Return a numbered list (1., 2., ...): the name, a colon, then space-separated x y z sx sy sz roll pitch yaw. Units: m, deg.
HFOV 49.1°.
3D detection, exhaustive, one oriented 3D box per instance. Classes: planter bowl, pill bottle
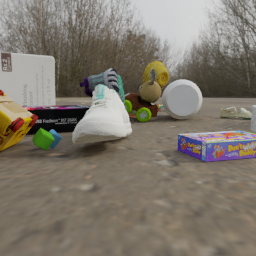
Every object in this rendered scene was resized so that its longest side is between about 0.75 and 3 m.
1. planter bowl: 1.342 -2.155 11.980 1.360 1.360 0.567 -5 20 -36
2. pill bottle: 2.223 -1.209 11.702 1.598 1.598 2.848 1 7 8

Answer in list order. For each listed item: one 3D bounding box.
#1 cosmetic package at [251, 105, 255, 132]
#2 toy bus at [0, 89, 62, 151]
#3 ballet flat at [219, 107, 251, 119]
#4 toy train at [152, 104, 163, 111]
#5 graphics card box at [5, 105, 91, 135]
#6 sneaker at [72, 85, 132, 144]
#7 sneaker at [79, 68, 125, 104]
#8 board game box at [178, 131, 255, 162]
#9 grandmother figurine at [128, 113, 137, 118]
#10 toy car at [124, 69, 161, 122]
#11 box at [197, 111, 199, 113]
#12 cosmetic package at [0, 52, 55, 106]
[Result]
1. cosmetic package: 4.763 -0.148 6.878 2.991 0.757 1.235 0 8 1
2. toy bus: -2.450 -0.051 5.127 1.871 1.025 1.983 38 2 39
3. ballet flat: 4.504 -0.615 11.528 1.445 0.502 0.502 4 9 28
4. toy train: 2.066 -1.136 15.958 1.371 0.381 1.030 2 6 -7
5. graphics card box: -2.403 -0.295 8.247 2.789 0.709 1.750 -2 8 -24
6. sneaker: -0.537 -0.338 5.909 1.036 1.219 2.754 -6 2 6
7. sneaker: -0.677 -1.127 8.057 0.991 0.842 2.264 -8 -10 5
8. board game box: 1.793 0.304 5.164 1.453 0.325 0.977 -3 8 -18
9. grandmother figurine: -0.026 -0.632 11.954 1.524 0.461 0.924 1 -11 31
10. toy car: 0.641 -1.351 10.689 1.503 1.905 1.564 23 15 10
11. box: 3.183 -0.984 14.389 0.508 0.441 0.769 -6 10 -39
12. cosmetic package: -4.404 -1.366 9.842 2.891 2.383 2.385 -8 12 -43
